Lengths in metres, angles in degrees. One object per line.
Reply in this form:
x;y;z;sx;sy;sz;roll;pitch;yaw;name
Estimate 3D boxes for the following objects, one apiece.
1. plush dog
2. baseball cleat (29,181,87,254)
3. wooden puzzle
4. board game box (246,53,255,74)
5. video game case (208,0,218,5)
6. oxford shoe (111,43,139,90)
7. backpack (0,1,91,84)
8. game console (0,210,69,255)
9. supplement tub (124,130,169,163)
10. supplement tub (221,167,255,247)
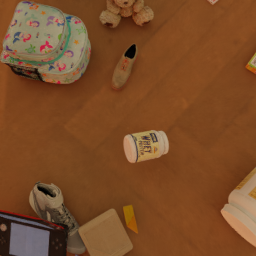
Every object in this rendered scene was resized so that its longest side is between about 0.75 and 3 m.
-0.072;-4.456;9.459;1.905;1.636;1.529;-2;76;-1;plush dog
-1.950;2.521;7.919;2.352;1.252;0.820;42;44;9;baseball cleat
-0.626;3.177;8.101;2.076;0.243;1.401;-19;83;-19;wooden puzzle
5.453;-1.850;9.477;2.603;0.390;1.243;36;79;11;board game box
3.270;-5.222;10.446;1.168;0.102;0.835;-42;80;-10;video game case
-0.138;-2.092;9.392;0.590;0.627;1.676;20;77;5;oxford shoe
-2.515;-2.663;8.969;2.558;1.926;2.271;15;77;-2;backpack
-2.854;2.909;7.342;2.227;1.322;1.919;6;95;17;game console
0.485;0.483;7.626;1.065;0.772;0.772;-10;76;-17;supplement tub
3.926;2.017;7.826;2.313;1.670;1.670;-42;80;-9;supplement tub
